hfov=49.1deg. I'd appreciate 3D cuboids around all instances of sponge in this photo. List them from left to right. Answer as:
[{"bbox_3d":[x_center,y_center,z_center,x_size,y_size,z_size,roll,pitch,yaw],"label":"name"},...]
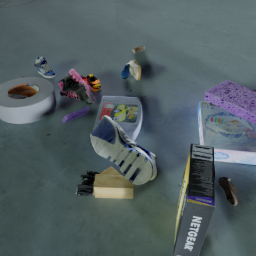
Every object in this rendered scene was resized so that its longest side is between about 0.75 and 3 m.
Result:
[{"bbox_3d":[-2.138,-0.544,11.502,1.084,0.605,0.162,-26,85,-29],"label":"sponge"},{"bbox_3d":[4.693,-0.979,11.085,1.635,0.437,2.930,-27,45,-32],"label":"sponge"}]

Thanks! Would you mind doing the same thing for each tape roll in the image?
[{"bbox_3d":[-4.455,-1.257,12.170,2.555,0.844,2.555,1,38,0],"label":"tape roll"}]

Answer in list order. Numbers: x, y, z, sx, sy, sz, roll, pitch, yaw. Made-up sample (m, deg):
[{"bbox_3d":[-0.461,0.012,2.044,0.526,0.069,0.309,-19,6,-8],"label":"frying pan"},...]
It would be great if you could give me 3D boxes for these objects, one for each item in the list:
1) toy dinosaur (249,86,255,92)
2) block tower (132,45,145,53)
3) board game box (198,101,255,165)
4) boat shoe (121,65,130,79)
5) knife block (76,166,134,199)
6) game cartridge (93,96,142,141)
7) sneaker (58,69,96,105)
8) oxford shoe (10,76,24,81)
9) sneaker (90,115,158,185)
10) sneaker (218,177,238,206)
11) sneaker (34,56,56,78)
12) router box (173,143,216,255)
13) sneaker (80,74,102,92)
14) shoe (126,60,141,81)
[{"bbox_3d":[5.787,-1.479,12.535,2.611,0.620,1.151,10,7,14],"label":"toy dinosaur"},{"bbox_3d":[0.646,-4.827,17.204,0.902,0.261,0.244,-30,47,-35],"label":"block tower"},{"bbox_3d":[4.193,0.129,10.562,2.933,0.636,2.918,6,38,7],"label":"board game box"},{"bbox_3d":[-0.073,-2.819,14.530,0.519,0.423,1.232,16,41,7],"label":"boat shoe"},{"bbox_3d":[-0.769,1.841,8.514,1.360,0.496,1.549,-30,48,-32],"label":"knife block"},{"bbox_3d":[-0.332,-0.455,11.458,1.812,0.557,2.723,6,38,1],"label":"game cartridge"},{"bbox_3d":[-2.430,-1.679,12.800,1.264,1.047,2.651,-33,44,-10],"label":"sneaker"},{"bbox_3d":[-5.352,-2.350,13.892,1.286,0.458,0.459,-5,40,-4],"label":"oxford shoe"},{"bbox_3d":[0.009,0.858,8.942,1.061,1.517,2.626,-49,60,6],"label":"sneaker"},{"bbox_3d":[3.164,1.888,8.560,0.394,0.367,1.042,-4,39,-10],"label":"sneaker"},{"bbox_3d":[-4.331,-3.216,14.572,1.302,0.953,0.525,28,46,31],"label":"sneaker"},{"bbox_3d":[1.626,1.869,6.979,0.612,2.344,1.843,9,38,9],"label":"router box"},{"bbox_3d":[-1.854,-2.372,13.685,0.561,0.722,1.605,-28,46,-31],"label":"sneaker"},{"bbox_3d":[0.292,-2.976,14.495,0.563,0.737,2.107,-5,30,-5],"label":"shoe"}]
